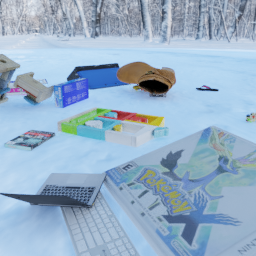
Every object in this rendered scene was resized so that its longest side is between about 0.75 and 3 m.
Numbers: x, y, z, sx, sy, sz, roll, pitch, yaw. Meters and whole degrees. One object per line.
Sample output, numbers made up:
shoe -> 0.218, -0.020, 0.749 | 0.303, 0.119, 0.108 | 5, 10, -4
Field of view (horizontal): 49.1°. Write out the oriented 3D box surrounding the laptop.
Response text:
laptop -> -1.106, 0.876, 4.418 | 1.132, 0.701, 1.209 | -2, 31, 18

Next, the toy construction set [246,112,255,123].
toy construction set -> 4.006, -0.328, 8.715 | 0.806, 0.371, 0.529 | -1, 16, -39

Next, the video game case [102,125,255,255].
video game case -> 1.301, 0.919, 4.331 | 2.652, 0.320, 2.909 | -21, 26, -20

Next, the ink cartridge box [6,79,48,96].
ink cartridge box -> -5.178, -1.865, 12.821 | 2.896, 0.537, 1.371 | -9, 21, -18

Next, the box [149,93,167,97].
box -> 1.318, -1.601, 12.464 | 0.760, 0.240, 0.963 | 1, 19, 3

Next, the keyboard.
keyboard -> -0.496, 1.411, 4.026 | 0.715, 0.135, 2.540 | -8, 21, -22

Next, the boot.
boot -> 0.649, -2.074, 12.256 | 2.865, 1.099, 2.224 | 10, 28, 11

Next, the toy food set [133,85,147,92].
toy food set -> 0.679, -1.810, 13.006 | 0.918, 0.300, 0.540 | 2, 23, 17

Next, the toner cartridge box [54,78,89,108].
toner cartridge box -> -2.186, -1.422, 11.038 | 0.387, 0.851, 1.792 | 8, 20, 24

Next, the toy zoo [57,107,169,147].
toy zoo -> -0.242, -0.083, 8.027 | 2.969, 0.304, 1.948 | 10, 21, 26

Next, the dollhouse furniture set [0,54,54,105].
dollhouse furniture set -> -4.354, -1.278, 10.207 | 2.426, 1.710, 1.700 | 32, 24, 2

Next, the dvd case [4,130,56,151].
dvd case -> -2.506, 0.295, 7.243 | 0.789, 0.119, 1.080 | 6, 19, 17

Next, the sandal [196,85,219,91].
sandal -> 3.784, -1.914, 13.360 | 1.068, 0.241, 0.401 | 5, 20, 14

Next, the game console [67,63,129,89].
game console -> -1.592, -2.556, 15.186 | 2.704, 1.600, 2.308 | -13, -8, -34
